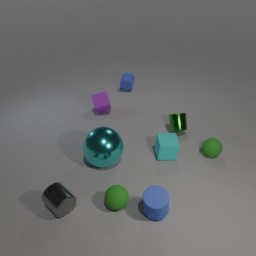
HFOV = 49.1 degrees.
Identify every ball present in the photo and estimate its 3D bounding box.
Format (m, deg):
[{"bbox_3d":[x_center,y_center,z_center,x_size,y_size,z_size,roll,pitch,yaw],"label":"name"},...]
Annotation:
[{"bbox_3d":[3.038,0.706,10.095,0.700,0.700,0.700,0,30,0],"label":"ball"},{"bbox_3d":[-0.842,0.645,9.566,1.400,1.400,1.400,0,30,0],"label":"ball"},{"bbox_3d":[-0.320,1.967,7.947,0.700,0.700,0.700,0,30,0],"label":"ball"}]

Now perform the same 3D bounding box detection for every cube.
[{"bbox_3d":[1.386,0.660,10.030,0.700,0.700,0.700,0,37,-6],"label":"cube"},{"bbox_3d":[-1.208,-1.179,12.889,0.700,0.700,0.700,-17,74,-2],"label":"cube"}]

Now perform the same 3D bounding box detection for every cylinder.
[{"bbox_3d":[0.762,2.022,7.575,0.700,0.700,0.700,-4,47,4],"label":"cylinder"},{"bbox_3d":[-1.918,1.989,7.805,0.700,0.700,0.700,34,43,30],"label":"cylinder"},{"bbox_3d":[-0.037,-2.536,15.239,0.700,0.700,0.700,6,46,9],"label":"cylinder"},{"bbox_3d":[2.053,-0.231,11.440,0.700,0.700,0.700,-6,-1,0],"label":"cylinder"}]
